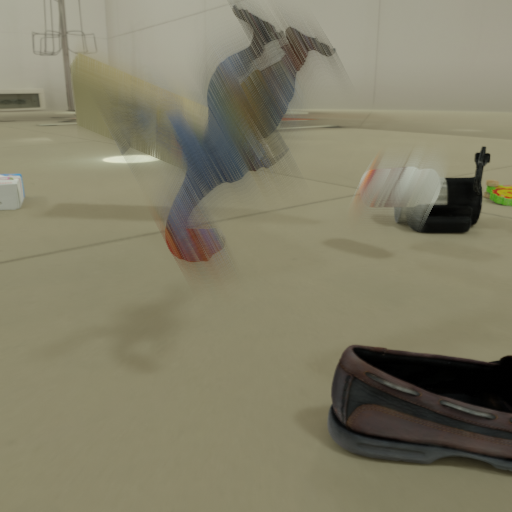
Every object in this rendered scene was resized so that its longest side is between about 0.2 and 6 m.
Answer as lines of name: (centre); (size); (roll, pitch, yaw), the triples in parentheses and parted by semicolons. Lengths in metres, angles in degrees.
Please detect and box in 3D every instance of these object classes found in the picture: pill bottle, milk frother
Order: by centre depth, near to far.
pill bottle: (2.041, -0.976, 7.993); (0.566, 0.566, 1.033); (-16, 14, -40)
milk frother: (3.186, -1.202, 9.670); (1.393, 1.480, 1.336); (1, 22, 6)

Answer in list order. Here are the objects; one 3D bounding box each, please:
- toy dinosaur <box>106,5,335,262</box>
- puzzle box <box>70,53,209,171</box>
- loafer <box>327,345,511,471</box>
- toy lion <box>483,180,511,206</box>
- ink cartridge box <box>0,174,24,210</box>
toy dinosaur: (-0.107, -0.902, 4.591); (1.122, 1.938, 2.136); (31, 18, 19)
puzzle box: (-1.918, -2.373, 9.833); (2.600, 0.331, 1.730); (22, -24, -5)
loafer: (1.655, 1.016, 3.943); (2.272, 0.715, 0.817); (1, 18, 2)
toy lion: (5.456, -1.297, 11.875); (1.128, 0.387, 1.081); (-3, 25, -10)
ink cartridge box: (-5.324, -1.321, 11.525); (0.929, 0.544, 1.286); (-5, 20, -18)
